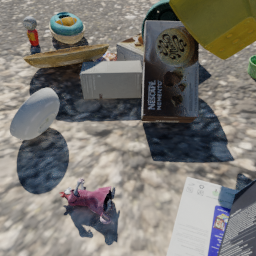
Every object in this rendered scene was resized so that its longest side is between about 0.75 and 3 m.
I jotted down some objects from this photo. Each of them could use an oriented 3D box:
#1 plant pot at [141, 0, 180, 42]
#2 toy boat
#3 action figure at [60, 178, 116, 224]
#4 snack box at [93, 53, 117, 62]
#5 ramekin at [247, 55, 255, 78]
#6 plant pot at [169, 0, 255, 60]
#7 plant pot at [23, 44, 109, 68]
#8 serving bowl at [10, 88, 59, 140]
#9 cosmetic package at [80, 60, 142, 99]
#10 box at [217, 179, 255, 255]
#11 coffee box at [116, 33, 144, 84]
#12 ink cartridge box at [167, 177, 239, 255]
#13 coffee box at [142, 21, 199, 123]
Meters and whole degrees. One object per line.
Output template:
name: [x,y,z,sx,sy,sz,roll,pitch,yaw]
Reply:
plant pot: [1.244,-3.185,8.620,1.635,1.635,1.312,3,37,3]
toy boat: [-3.035,-4.228,11.703,2.456,1.141,2.064,-19,46,-20]
action figure: [-0.879,1.504,5.930,1.200,0.804,0.894,-2,81,11]
snack box: [-0.987,-2.185,10.119,0.686,0.232,1.909,10,43,11]
ramekin: [4.733,-2.119,9.851,1.017,0.497,1.017,0,42,0]
plant pot: [2.025,-2.355,5.888,1.508,1.508,1.330,8,60,-47]
plant pot: [-2.074,-2.494,9.702,2.937,0.404,2.937,-8,21,3]
serving bowl: [-2.269,-0.263,7.181,0.507,1.541,1.541,38,50,5]
cosmetic package: [-0.490,-1.515,8.827,1.863,0.995,0.840,-1,42,2]
box: [2.455,1.958,4.493,1.534,1.081,2.073,35,46,5]
coffee box: [1.129,-2.763,10.093,1.591,1.124,2.815,33,51,31]
ink cartridge box: [1.429,2.095,5.217,1.225,0.483,2.464,14,43,15]
coffee box: [1.127,-1.484,7.694,1.461,1.031,2.584,3,84,1]
